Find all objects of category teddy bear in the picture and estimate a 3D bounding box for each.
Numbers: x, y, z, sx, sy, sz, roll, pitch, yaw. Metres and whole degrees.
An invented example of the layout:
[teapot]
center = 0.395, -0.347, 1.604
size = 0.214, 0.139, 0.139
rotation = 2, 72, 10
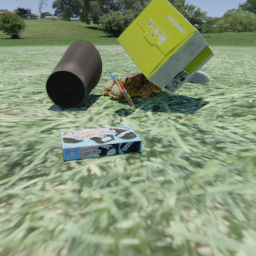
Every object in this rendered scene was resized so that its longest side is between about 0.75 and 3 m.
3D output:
[teddy bear]
center = 0.413, -1.710, 11.379
size = 2.898, 0.967, 2.101
rotation = -25, 23, -35

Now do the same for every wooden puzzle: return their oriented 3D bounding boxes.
[wooden puzzle]
center = -0.125, -1.156, 8.866
size = 0.155, 1.329, 0.896
rotation = -35, 56, 4

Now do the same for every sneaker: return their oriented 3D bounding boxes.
[sneaker]
center = 3.596, -2.552, 13.972
size = 0.933, 0.593, 1.636
rotation = -10, 22, -34

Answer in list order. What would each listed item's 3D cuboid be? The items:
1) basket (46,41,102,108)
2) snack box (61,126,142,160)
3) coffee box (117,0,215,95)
[basket]
center = -1.926, -1.827, 10.119
size = 1.627, 2.157, 2.392
rotation = 12, 29, -2
[snack box]
center = -0.631, 0.304, 6.304
size = 1.678, 0.311, 0.975
rotation = -6, 20, -15
[coffee box]
center = 1.338, -2.830, 9.810
size = 2.100, 2.124, 2.121
rotation = 15, 37, -58
